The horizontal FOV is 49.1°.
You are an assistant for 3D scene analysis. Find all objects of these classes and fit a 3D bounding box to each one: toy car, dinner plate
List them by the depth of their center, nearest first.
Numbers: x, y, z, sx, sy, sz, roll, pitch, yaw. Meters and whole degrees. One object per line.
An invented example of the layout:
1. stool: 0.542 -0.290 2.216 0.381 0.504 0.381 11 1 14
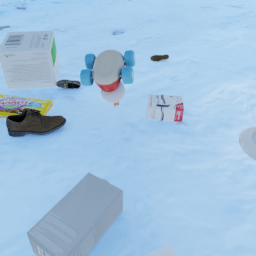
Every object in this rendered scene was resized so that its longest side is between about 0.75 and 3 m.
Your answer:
1. dinner plate: 5.113 0.551 9.936 2.212 0.268 2.212 -1 39 1
2. toy car: -0.578 -1.670 10.258 1.764 1.914 1.692 -2 51 9

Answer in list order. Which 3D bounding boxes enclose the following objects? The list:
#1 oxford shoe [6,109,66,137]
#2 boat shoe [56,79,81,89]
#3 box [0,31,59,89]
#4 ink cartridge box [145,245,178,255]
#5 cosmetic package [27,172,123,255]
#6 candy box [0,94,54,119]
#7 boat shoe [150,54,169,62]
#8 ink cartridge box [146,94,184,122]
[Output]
1. oxford shoe: -3.409 -0.255 10.399 2.174 0.918 0.790 -8 38 -12
2. boat shoe: -2.758 -2.007 12.935 1.148 0.409 0.346 -3 35 -8
3. box: -4.560 -3.233 13.208 2.272 1.947 2.261 -3 39 -7
4. ink cartridge box: 0.199 3.637 5.665 2.430 0.810 1.407 -19 43 -22
5. cosmetic package: -1.225 2.350 7.138 1.235 1.042 2.311 25 42 26
6. candy box: -4.545 -0.844 11.563 2.579 0.341 1.318 7 37 9
7. boat shoe: 1.732 -3.824 15.289 1.017 0.367 0.366 -7 8 7
8. ink cartridge box: 1.475 -0.828 11.325 1.453 0.608 1.048 3 39 4
